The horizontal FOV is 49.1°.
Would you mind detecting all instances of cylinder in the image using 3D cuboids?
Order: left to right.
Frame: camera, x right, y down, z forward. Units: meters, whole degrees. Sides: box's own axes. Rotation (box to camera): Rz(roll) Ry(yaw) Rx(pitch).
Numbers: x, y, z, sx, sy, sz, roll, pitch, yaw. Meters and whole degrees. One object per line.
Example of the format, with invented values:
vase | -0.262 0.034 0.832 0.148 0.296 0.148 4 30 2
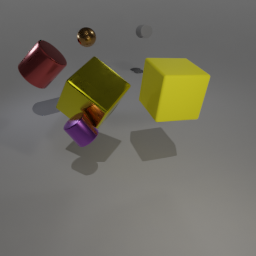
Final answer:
cylinder | -3.448 -2.557 11.329 1.400 1.400 1.400 -41 20 19
cylinder | -1.287 0.048 7.707 0.700 0.700 0.700 -30 27 17
cylinder | 0.875 -5.297 15.372 0.700 0.700 0.700 -13 23 -20

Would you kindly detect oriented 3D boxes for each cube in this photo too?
cube | -1.035 -0.933 8.285 1.400 1.400 1.400 38 52 -3
cube | 1.280 -1.144 8.179 1.400 1.400 1.400 -4 34 -20

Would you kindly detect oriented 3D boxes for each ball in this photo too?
ball | -1.517 -3.325 10.264 0.700 0.700 0.700 0 32 0
